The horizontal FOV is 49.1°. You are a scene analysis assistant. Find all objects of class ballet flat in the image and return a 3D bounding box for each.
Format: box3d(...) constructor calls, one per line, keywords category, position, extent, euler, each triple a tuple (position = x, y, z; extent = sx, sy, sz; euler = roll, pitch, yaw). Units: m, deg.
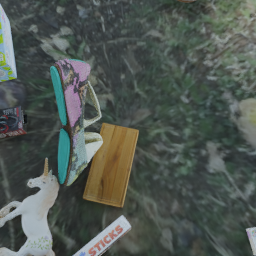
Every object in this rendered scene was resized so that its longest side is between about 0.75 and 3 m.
box3d(category="ballet flat", position=(-1.047, -0.051, 6.006), extent=(0.996, 0.967, 2.799), euler=(-8, 112, -25))

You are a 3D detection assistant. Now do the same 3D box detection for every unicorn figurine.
box3d(category="unicorn figurine", position=(-2.140, 1.976, 6.068), extent=(1.587, 0.853, 2.311), euler=(-16, 86, -6))

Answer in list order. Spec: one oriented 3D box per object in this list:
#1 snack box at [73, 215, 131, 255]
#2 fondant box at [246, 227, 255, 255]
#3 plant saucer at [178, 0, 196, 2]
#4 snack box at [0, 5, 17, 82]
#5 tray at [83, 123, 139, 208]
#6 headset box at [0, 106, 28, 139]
box3d(category="snack box", position=(-1.078, 2.771, 5.587), extent=(2.735, 0.983, 0.333), euler=(-37, 73, -13))
box3d(category="fondant box", position=(3.070, 2.423, 6.132), extent=(0.765, 0.223, 0.552), euler=(-9, 69, -4))
box3d(category="plant saucer", position=(1.710, -4.169, 8.470), extent=(1.157, 0.212, 1.157), euler=(2, 63, -5))
box3d(category="snack box", position=(-4.457, -2.125, 7.533), extent=(2.487, 0.842, 2.097), euler=(-14, 69, -7))
box3d(category="tray", position=(-0.378, 0.850, 6.674), extent=(0.914, 0.343, 1.852), euler=(11, 70, 4))
box3d(category="headset box", position=(-2.969, -0.145, 7.045), extent=(0.899, 0.337, 0.668), euler=(-11, 70, -4))
